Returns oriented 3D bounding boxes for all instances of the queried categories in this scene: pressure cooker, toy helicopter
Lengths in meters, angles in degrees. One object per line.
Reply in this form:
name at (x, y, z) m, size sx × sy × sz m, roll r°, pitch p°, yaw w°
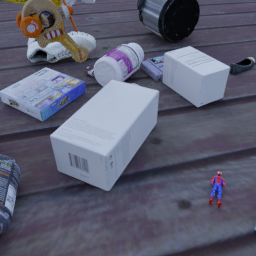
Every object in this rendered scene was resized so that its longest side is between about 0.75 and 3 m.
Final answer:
pressure cooker at (1.767, -5.501, 13.262) m, size 2.309 × 2.274 × 2.585 m, roll -38°, pitch 46°, yaw -3°
toy helicopter at (-1.775, -2.585, 7.428) m, size 1.387 × 2.097 × 0.827 m, roll -47°, pitch 41°, yaw 5°

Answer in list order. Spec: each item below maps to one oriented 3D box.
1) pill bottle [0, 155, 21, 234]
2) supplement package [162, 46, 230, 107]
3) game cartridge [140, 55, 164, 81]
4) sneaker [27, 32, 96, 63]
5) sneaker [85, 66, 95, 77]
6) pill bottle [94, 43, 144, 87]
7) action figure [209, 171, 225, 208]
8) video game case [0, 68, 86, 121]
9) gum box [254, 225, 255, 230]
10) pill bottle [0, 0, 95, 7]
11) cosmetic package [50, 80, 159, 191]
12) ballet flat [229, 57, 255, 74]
pill bottle at (-2.774, 1.470, 5.589) m, size 0.979 × 0.979 × 1.843 m, roll -6°, pitch 39°, yaw -7°
supplement package at (2.228, -1.785, 9.480) m, size 1.168 × 1.182 × 1.950 m, roll -20°, pitch 43°, yaw -23°
game cartridge at (1.637, -2.473, 11.033) m, size 2.023 × 0.388 × 1.312 m, roll -17°, pitch 46°, yaw -20°
sneaker at (-2.731, -3.198, 11.499) m, size 2.873 × 1.080 × 1.165 m, roll -5°, pitch 48°, yaw 4°
sneaker at (-1.279, -2.366, 10.875) m, size 0.570 × 0.373 × 0.986 m, roll 21°, pitch 44°, yaw 28°
pill bottle at (-0.249, -2.352, 10.220) m, size 1.151 × 1.151 × 2.050 m, roll 19°, pitch 42°, yaw 23°
action figure at (2.043, 1.343, 6.377) m, size 0.320 × 0.253 × 0.977 m, roll 10°, pitch 37°, yaw 16°
video game case at (-2.778, -1.196, 9.319) m, size 1.868 × 0.468 × 2.061 m, roll 22°, pitch 44°, yaw 25°
gum box at (3.433, 1.918, 5.583) m, size 1.394 × 0.311 × 1.185 m, roll 26°, pitch 46°, yaw 29°
pill bottle at (-2.415, -4.385, 7.977) m, size 2.976 × 1.673 × 1.673 m, roll 3°, pitch 39°, yaw -4°
cosmetic package at (-0.435, 0.006, 7.227) m, size 1.542 × 1.216 × 2.867 m, roll 18°, pitch 41°, yaw 23°
ballet flat at (4.532, -2.514, 10.994) m, size 1.514 × 0.430 × 0.503 m, roll -29°, pitch 47°, yaw -31°
